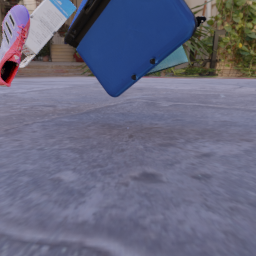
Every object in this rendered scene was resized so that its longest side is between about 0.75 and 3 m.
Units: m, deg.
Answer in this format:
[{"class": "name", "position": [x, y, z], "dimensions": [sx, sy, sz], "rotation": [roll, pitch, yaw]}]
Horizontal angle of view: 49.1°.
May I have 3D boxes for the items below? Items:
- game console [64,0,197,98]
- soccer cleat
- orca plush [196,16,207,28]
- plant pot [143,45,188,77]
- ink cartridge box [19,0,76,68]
[{"class": "game console", "position": [0.015, -2.453, 5.840], "dimensions": [1.672, 2.412, 2.826], "rotation": [29, -35, -23]}, {"class": "soccer cleat", "position": [-2.636, -1.859, 6.470], "dimensions": [0.737, 1.927, 0.643], "rotation": [26, 4, 36]}, {"class": "orca plush", "position": [2.658, -4.397, 11.409], "dimensions": [1.000, 0.526, 0.355], "rotation": [16, -7, 40]}, {"class": "plant pot", "position": [0.314, -2.294, 7.531], "dimensions": [2.204, 1.769, 2.204], "rotation": [-16, 8, 2]}, {"class": "ink cartridge box", "position": [-3.375, -3.608, 10.320], "dimensions": [0.967, 2.898, 1.679], "rotation": [43, -12, -29]}]
